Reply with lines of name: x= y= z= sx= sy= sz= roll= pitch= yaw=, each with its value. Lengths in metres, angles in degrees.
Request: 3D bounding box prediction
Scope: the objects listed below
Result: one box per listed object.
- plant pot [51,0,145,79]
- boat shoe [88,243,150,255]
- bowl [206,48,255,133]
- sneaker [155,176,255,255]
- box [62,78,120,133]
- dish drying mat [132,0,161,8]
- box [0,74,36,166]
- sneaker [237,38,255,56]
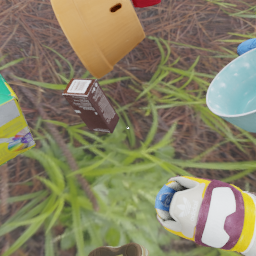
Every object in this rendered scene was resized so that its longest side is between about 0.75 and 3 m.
plant pot: x=-0.636 y=-2.732 z=7.354 sx=1.672 sy=2.389 sz=2.389 roll=-26 pitch=59 yaw=8
boat shoe: x=-0.178 y=2.392 z=5.114 sx=1.253 sy=0.477 sz=0.449 roll=-21 pitch=56 yaw=30
bowl: x=2.485 y=-0.611 z=5.212 sx=1.803 sy=0.943 sz=1.803 roll=-34 pitch=29 yaw=21
sneaker: x=1.110 y=1.281 z=4.748 sx=1.338 sy=2.971 sz=1.113 roll=17 pitch=76 yaw=3
box: x=-0.518 y=-0.310 z=4.119 sx=0.450 sy=0.900 sz=0.337 roll=7 pitch=60 yaw=29
dish drying mat: x=0.490 y=-4.650 z=9.166 sx=1.041 sy=2.709 sz=0.247 roll=-7 pitch=87 yaw=10
box: x=-2.415 y=0.174 z=4.755 sx=1.422 sy=2.423 sz=0.586 roll=-32 pitch=75 yaw=-21
sneaker: x=3.933 y=-2.371 z=7.724 sx=0.803 sy=0.955 sz=2.436 roll=-53 pitch=30 yaw=-3
